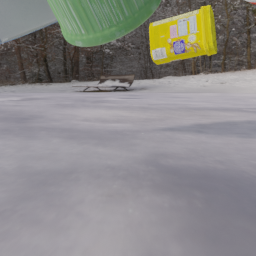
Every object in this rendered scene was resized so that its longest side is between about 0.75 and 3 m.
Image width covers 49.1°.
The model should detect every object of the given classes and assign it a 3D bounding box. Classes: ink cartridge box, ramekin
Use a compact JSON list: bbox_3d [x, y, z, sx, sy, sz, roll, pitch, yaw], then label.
[{"bbox_3d":[-2.945,-2.650,5.635,2.552,1.872,1.864,1,33,39],"label":"ink cartridge box"},{"bbox_3d":[-0.450,-2.273,4.492,1.860,1.860,0.909,5,-33,30],"label":"ramekin"}]

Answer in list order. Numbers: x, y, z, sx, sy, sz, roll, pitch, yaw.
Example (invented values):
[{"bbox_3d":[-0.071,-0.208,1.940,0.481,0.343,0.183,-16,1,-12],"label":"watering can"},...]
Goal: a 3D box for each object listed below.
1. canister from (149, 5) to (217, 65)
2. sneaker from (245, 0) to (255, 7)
[{"bbox_3d":[2.108,-3.541,10.910,2.405,1.786,1.041,-6,-8,26],"label":"canister"},{"bbox_3d":[4.468,-3.473,7.828,1.185,1.115,2.893,2,43,-51],"label":"sneaker"}]
